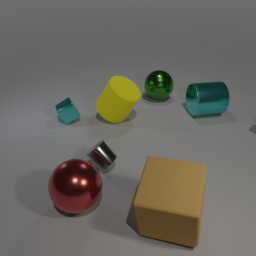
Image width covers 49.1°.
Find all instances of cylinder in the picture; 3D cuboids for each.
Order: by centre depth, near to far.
[{"bbox_3d":[-0.823,0.863,8.811,0.700,0.700,0.700,-40,8,7],"label":"cylinder"},{"bbox_3d":[-0.407,-1.160,11.458,1.400,1.400,1.400,21,42,-20],"label":"cylinder"},{"bbox_3d":[3.391,-1.267,12.076,1.400,1.400,1.400,-5,31,-9],"label":"cylinder"}]

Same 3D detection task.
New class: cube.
[{"bbox_3d":[1.028,1.697,6.572,1.400,1.400,1.400,6,45,17],"label":"cube"},{"bbox_3d":[-2.495,-0.716,11.590,0.700,0.700,0.700,-34,34,-2],"label":"cube"}]

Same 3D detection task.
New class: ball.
[{"bbox_3d":[-1.359,1.499,7.301,1.400,1.400,1.400,0,30,0],"label":"ball"},{"bbox_3d":[1.472,-2.048,13.358,1.400,1.400,1.400,0,30,0],"label":"ball"}]
